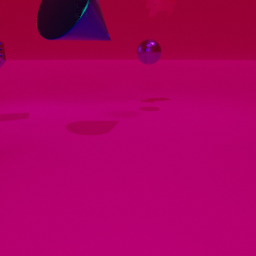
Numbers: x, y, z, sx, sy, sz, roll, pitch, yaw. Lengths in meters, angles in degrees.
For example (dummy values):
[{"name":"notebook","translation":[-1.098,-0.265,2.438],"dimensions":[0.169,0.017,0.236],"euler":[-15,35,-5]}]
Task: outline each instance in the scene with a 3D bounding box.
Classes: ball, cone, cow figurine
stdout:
[{"name":"ball","translation":[0.695,-2.507,9.250],"dimensions":[0.823,0.823,0.823],"euler":[0,15,0]},{"name":"cone","translation":[-0.907,-2.409,6.457],"dimensions":[1.634,1.634,1.640],"euler":[12,-6,37]},{"name":"cow figurine","translation":[1.035,-4.653,9.836],"dimensions":[1.557,0.854,1.532],"euler":[-10,-21,-11]}]

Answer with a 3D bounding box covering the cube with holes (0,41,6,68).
[{"name":"cube with holes","translation":[-4.182,-2.078,7.946],"dimensions":[0.926,0.926,0.926],"euler":[27,29,-47]}]
